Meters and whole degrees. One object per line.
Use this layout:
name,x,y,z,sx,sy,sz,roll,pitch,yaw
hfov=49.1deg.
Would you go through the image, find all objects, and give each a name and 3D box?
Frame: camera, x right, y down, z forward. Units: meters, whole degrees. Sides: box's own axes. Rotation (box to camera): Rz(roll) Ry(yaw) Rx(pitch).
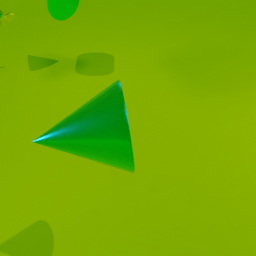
monkey head,-4.229,-3.218,8.626,1.425,1.025,0.859,-31,58,-27
cone,-0.459,0.057,2.691,0.909,0.906,0.906,-9,43,-3
cone,-2.301,-4.137,8.668,1.142,1.142,1.147,-32,62,-30
